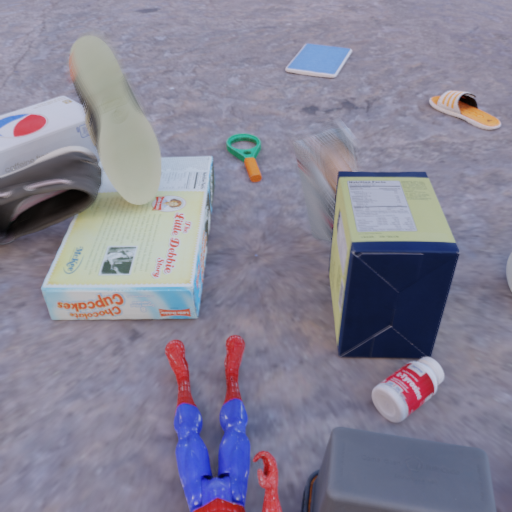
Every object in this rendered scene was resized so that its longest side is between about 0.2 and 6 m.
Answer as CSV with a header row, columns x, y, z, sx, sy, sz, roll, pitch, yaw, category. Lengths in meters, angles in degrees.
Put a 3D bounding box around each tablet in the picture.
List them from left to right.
x,y,z,sx,sy,sz,roll,pitch,yaw,category
1.745,-5.355,15.332,1.386,0.145,2.130,13,41,15,tablet

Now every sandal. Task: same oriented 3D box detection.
x,y,z,sx,sy,sz,roll,pitch,yaw,category
4.755,-3.400,12.591,0.694,0.519,1.810,-25,45,-27,sandal

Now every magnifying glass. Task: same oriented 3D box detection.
x,y,z,sx,sy,sz,roll,pitch,yaw,category
-0.165,-1.979,11.093,0.707,0.199,1.776,-6,40,-8,magnifying glass

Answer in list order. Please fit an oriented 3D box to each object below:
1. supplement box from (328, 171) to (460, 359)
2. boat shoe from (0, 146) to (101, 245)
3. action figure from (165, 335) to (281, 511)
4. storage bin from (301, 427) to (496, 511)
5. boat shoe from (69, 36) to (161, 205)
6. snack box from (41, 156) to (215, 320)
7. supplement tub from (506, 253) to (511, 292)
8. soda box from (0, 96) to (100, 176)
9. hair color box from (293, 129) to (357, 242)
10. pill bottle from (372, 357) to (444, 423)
x,y,z,sx,sy,sz,roll,pitch,yaw,category
1.640,0.085,7.236,1.190,1.772,1.770,1,39,1,supplement box
-3.611,-0.676,8.313,2.909,0.973,0.829,-25,55,11,boat shoe
-0.406,1.893,5.166,1.124,1.706,3.446,-5,42,-6,action figure
1.263,2.296,4.984,1.739,1.168,1.265,6,39,9,storage bin
-2.146,-1.985,8.498,0.900,2.530,0.792,-24,8,-19,boat shoe
-1.775,-0.442,8.774,2.035,0.650,3.503,-1,39,2,snack box
4.263,0.219,7.877,1.174,0.775,0.775,-5,39,-5,supplement tub
-4.538,-1.508,9.665,1.317,1.231,3.868,32,48,33,soda box
1.106,-1.051,8.271,0.739,1.492,0.452,-24,21,-27,hair color box
1.781,1.524,6.497,0.828,0.465,0.465,-27,46,-29,pill bottle
